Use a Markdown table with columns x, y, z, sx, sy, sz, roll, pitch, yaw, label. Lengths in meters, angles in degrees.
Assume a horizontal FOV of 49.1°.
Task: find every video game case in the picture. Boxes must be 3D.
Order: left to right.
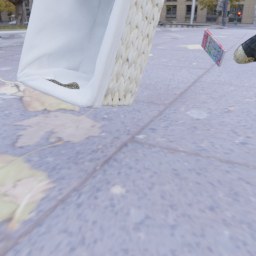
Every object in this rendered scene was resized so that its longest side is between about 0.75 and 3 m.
| x | y | z | sx | sy | sz | roll | pitch | yaw | label |
| --- | --- | --- | --- | --- | --- | --- | --- | --- | --- |
| 2.413 | -2.276 | 7.974 | 0.082 | 0.674 | 0.943 | -25 | 63 | -9 | video game case |

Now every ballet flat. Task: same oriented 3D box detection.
| x | y | z | sx | sy | sz | roll | pitch | yaw | label |
| --- | --- | --- | --- | --- | --- | --- | --- | --- | --- |
| 3.035 | -1.603 | 5.173 | 2.217 | 0.630 | 0.737 | -14 | -16 | 41 | ballet flat |

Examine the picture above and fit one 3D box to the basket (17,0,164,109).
| x | y | z | sx | sy | sz | roll | pitch | yaw | label |
| --- | --- | --- | --- | --- | --- | --- | --- | --- | --- |
| -0.665 | -2.012 | 5.832 | 2.026 | 2.988 | 1.844 | 21 | 10 | 26 | basket |
